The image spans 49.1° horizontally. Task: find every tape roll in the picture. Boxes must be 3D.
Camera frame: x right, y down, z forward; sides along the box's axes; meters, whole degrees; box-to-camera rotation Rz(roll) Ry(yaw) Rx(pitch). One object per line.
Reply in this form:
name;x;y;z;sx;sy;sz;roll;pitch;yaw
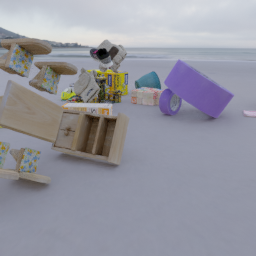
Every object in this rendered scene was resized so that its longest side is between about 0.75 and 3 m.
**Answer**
tape roll;1.730;-1.068;11.363;0.444;1.045;1.045;15;23;39
tape roll;2.751;-1.562;10.972;2.559;1.087;2.559;29;18;-11

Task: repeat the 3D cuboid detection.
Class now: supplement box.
supplement box;-1.245;-2.611;15.945;2.362;1.286;1.294;16;23;42
supplement box;-1.283;-0.268;8.909;1.537;0.968;0.565;1;16;7

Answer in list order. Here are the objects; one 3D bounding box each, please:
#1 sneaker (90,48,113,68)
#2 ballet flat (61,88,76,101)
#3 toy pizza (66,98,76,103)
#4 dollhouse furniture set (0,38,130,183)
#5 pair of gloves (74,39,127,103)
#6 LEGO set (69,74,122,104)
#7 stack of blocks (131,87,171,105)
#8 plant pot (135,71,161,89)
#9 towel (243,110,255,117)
sneaker;-0.983;-2.630;9.942;0.468;0.555;1.268;-30;49;-19
ballet flat;-3.119;-1.842;14.743;0.534;0.536;1.600;2;17;7
toy pizza;-2.666;-1.398;13.982;0.840;0.133;0.840;0;17;0
dollhouse furniture set;-1.408;-0.092;6.011;1.811;2.556;2.783;6;-12;25
pair of gloves;-1.185;-2.364;11.587;0.480;2.739;2.329;36;4;-39
LEGO set;-1.469;-1.892;13.441;2.401;1.391;1.847;-14;22;-38
stack of blocks;1.343;-1.488;13.442;2.098;0.614;1.208;10;20;29
plant pot;1.051;-2.403;15.649;1.169;1.244;1.244;-20;22;-12
towel;5.055;-0.602;11.421;0.637;0.130;0.870;6;18;16
